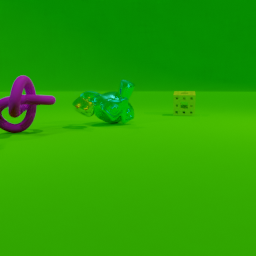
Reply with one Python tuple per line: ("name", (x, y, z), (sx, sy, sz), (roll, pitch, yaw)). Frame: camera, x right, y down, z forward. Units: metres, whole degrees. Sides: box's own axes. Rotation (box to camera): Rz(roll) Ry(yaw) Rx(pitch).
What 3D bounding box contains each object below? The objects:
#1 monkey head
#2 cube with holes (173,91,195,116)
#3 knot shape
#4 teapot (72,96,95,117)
("monkey head", (-0.399, -0.830, 8.603), (1.968, 1.416, 1.186), (13, 10, -36))
("cube with holes", (2.295, -1.008, 11.438), (0.846, 0.846, 0.846), (2, 18, 12))
("knot shape", (-2.435, -0.583, 6.792), (0.699, 1.512, 1.415), (49, 37, 14))
("teapot", (-1.186, -0.625, 7.798), (0.661, 0.521, 1.064), (26, 4, -33))
